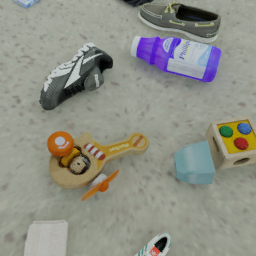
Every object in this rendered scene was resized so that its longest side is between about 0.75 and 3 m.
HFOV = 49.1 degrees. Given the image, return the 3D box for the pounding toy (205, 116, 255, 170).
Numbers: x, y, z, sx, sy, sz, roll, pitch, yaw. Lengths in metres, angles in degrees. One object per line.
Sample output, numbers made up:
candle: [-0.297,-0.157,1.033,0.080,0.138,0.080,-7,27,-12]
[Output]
pounding toy: [2.980,0.468,6.804,1.666,0.762,1.464,-9,59,-5]

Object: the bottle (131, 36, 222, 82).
bottle: [1.390,-2.155,8.347,2.584,0.844,1.079,18,60,10]

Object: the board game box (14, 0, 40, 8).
board game box: [-3.640,-4.877,10.397,0.725,0.175,0.959,34,65,18]

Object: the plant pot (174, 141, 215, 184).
plant pot: [1.514,0.862,6.580,0.817,0.800,0.802,-8,59,6]

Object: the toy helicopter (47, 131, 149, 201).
toy helicopter: [-0.586,0.738,6.575,2.475,0.976,1.637,-17,59,-17]

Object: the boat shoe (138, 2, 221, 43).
boat shoe: [1.677,-3.707,9.292,2.812,0.841,1.005,23,61,13]

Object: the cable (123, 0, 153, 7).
cable: [0.336,-5.404,10.481,1.889,0.588,2.315,5,59,3]

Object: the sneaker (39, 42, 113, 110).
sneaker: [-1.332,-1.393,7.872,1.187,0.872,2.623,27,60,18]

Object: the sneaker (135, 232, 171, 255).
sneaker: [0.411,2.580,5.619,1.265,0.591,0.445,-39,67,-22]

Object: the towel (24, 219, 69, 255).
towel: [-1.701,2.591,5.828,0.870,0.226,1.313,-3,59,-1]
